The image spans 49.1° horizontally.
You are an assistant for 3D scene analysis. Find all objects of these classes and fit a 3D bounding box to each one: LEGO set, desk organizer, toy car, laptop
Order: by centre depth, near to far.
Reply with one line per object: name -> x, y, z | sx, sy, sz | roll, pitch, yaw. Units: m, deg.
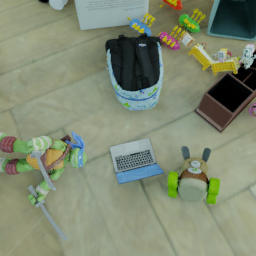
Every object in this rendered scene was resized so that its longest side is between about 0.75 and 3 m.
toy car -> 1.587, 0.985, 6.660 | 1.101, 1.057, 1.340 | 7, 55, 14
laptop -> 0.177, 0.766, 6.867 | 1.087, 0.673, 1.160 | -13, 67, -6
desk organizer -> 3.090, -1.209, 7.516 | 2.687, 1.035, 0.964 | -42, 73, -16
LEGO set -> 2.582, -2.187, 8.088 | 2.177, 1.001, 0.810 | 27, 52, 32

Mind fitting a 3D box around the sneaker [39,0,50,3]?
sneaker -> -2.985, -4.465, 9.293 | 1.004, 0.355, 0.498 | 15, 62, 2

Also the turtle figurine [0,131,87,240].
turtle figurine -> -2.257, 0.934, 6.230 | 2.358, 1.750, 2.432 | 7, 63, 7

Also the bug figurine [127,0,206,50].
bug figurine -> 1.206, -3.287, 8.661 | 1.831, 0.608, 2.362 | 42, 69, 10

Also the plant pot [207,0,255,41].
plant pot -> 3.325, -3.824, 8.466 | 1.524, 1.529, 1.557 | 8, 58, 4

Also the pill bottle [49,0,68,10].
pill bottle -> -2.202, -4.428, 9.148 | 0.598, 0.598, 1.065 | 9, 67, 4

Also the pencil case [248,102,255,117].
pencil case -> 3.515, -0.483, 7.303 | 0.414, 0.956, 0.396 | 12, 102, 43

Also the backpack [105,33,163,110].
backpack -> 0.239, -1.443, 7.504 | 1.624, 1.531, 1.991 | -6, 42, -5

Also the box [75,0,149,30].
box -> -0.587, -4.481, 8.469 | 2.169, 1.867, 2.180 | -8, 65, -3
